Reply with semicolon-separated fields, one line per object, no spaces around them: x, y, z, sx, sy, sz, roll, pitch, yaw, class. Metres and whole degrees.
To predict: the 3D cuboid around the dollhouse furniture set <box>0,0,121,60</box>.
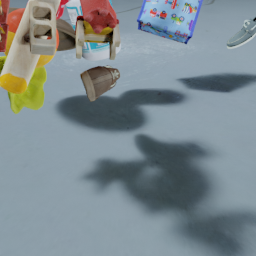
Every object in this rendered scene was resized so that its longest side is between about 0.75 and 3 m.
-0.980;-1.372;3.000;1.907;1.026;0.776;-1;72;-16;dollhouse furniture set

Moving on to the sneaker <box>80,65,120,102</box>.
-0.567;-0.968;5.999;0.740;0.690;1.959;-18;12;-4;sneaker

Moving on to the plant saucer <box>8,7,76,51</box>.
-2.682;-2.588;7.533;2.834;0.418;2.834;3;2;0;plant saucer

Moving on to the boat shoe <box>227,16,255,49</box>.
2.962;-2.484;6.773;1.420;0.439;0.517;-35;27;13;boat shoe

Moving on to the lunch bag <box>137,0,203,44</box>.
1.539;-4.327;9.284;1.848;2.454;1.154;18;5;1;lunch bag

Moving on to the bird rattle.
-1.533;-1.524;4.722;1.551;2.754;2.245;31;4;-27;bird rattle

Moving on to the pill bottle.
-1.045;-3.291;8.242;1.296;2.340;1.296;-9;34;6;pill bottle
